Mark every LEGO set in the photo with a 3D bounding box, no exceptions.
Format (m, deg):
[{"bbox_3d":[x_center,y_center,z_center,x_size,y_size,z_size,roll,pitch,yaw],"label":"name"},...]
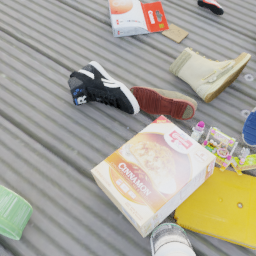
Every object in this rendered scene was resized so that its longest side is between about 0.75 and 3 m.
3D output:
[{"bbox_3d":[3.368,0.569,8.515,2.953,1.099,1.359,18,42,13],"label":"LEGO set"}]

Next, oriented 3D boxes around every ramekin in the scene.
[{"bbox_3d":[-3.438,2.205,7.536,1.718,1.718,0.839,20,55,11],"label":"ramekin"}]

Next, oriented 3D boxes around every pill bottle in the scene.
[{"bbox_3d":[1.098,3.124,6.795,1.029,1.819,1.029,0,93,2],"label":"pill bottle"}]

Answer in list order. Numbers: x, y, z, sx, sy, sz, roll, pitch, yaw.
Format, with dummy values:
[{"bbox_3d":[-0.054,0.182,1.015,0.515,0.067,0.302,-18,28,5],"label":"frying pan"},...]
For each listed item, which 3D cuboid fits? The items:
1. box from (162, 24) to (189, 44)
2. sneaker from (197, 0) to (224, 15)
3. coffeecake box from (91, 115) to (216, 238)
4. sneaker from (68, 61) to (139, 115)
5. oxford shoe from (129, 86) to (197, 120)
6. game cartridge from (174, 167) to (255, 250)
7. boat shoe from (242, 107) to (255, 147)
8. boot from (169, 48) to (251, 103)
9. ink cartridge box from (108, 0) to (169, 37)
[{"bbox_3d":[2.006,-4.008,11.891,0.899,0.096,0.735,37,67,18],"label":"box"},{"bbox_3d":[3.860,-5.615,12.585,1.339,0.447,0.718,34,69,20],"label":"sneaker"},{"bbox_3d":[0.750,1.280,8.176,2.831,1.034,2.173,-37,56,-18],"label":"coffeecake box"},{"bbox_3d":[-1.029,-1.061,9.766,1.599,1.044,2.858,-36,58,-17],"label":"sneaker"},{"bbox_3d":[1.232,-0.955,9.904,2.463,0.868,0.921,22,32,17],"label":"oxford shoe"},{"bbox_3d":[2.680,2.171,8.260,2.337,0.379,2.060,14,60,13],"label":"game cartridge"},{"bbox_3d":[4.776,-0.510,9.336,0.984,0.986,2.724,34,92,27],"label":"boat shoe"},{"bbox_3d":[3.078,-2.385,10.508,2.690,0.979,2.091,-41,68,-16],"label":"boot"},{"bbox_3d":[0.431,-4.911,12.087,2.402,0.602,1.948,-10,61,0],"label":"ink cartridge box"}]
